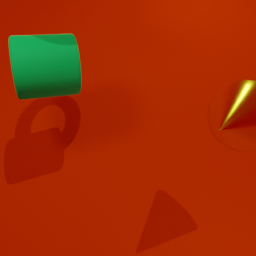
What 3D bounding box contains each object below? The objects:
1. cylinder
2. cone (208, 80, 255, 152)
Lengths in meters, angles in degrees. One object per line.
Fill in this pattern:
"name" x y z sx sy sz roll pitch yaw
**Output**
"cylinder" -1.631 -1.223 5.581 1.212 1.212 1.212 -8 61 -17
"cone" 1.612 -0.085 4.290 1.242 1.242 1.247 44 32 21
